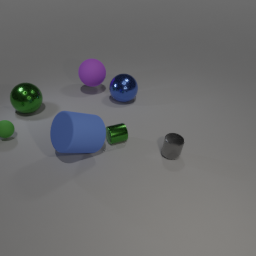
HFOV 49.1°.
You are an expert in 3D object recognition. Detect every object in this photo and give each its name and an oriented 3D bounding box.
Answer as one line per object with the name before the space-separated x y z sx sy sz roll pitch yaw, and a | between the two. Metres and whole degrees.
ball | -0.210 -1.941 13.630 1.400 1.400 1.400 0 32 0
cylinder | -0.439 0.214 10.789 0.700 0.700 0.700 -13 34 -20
ball | -1.818 -2.809 14.234 1.400 1.400 1.400 0 32 0
cylinder | 1.597 0.650 9.999 0.700 0.700 0.700 6 37 -5
ball | -4.783 0.040 10.876 0.700 0.700 0.700 0 32 0
cylinder | -1.732 0.167 9.743 1.400 1.400 1.400 6 20 -47
ball | -4.575 -1.345 12.633 1.400 1.400 1.400 0 32 0
